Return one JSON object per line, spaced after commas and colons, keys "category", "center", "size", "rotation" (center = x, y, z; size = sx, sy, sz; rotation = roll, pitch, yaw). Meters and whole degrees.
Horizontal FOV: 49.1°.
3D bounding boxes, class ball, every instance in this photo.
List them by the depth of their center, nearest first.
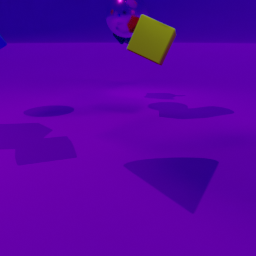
{"category": "ball", "center": [-0.037, -3.210, 7.987], "size": [1.211, 1.211, 1.211], "rotation": [0, 18, 0]}

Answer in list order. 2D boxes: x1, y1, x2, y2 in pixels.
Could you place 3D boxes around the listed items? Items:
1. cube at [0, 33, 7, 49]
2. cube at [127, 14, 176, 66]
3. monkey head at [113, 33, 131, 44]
{"category": "cube", "center": [-2.870, -1.726, 4.700], "size": [0.984, 0.984, 0.984], "rotation": [-34, -4, -7]}
{"category": "cube", "center": [0.650, -2.309, 7.486], "size": [0.946, 0.946, 0.946], "rotation": [26, 14, 5]}
{"category": "monkey head", "center": [0.167, -3.506, 9.644], "size": [1.866, 1.342, 1.124], "rotation": [18, 42, 10]}
